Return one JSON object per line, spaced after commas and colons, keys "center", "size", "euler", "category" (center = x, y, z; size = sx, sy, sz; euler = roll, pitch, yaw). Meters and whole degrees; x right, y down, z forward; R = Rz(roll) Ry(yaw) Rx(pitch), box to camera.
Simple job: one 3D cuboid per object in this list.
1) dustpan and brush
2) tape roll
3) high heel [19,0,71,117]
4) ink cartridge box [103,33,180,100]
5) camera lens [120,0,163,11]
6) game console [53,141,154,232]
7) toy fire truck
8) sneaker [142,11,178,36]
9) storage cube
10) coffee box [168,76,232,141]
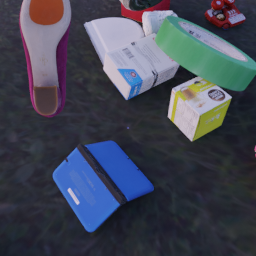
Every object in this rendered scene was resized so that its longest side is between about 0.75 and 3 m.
{"center": [0.231, -3.025, 9.447], "size": [2.914, 0.834, 2.034], "euler": [-21, 66, -9], "category": "dustpan and brush"}
{"center": [2.179, -2.130, 7.797], "size": [2.899, 0.697, 2.899], "euler": [20, 32, -13], "category": "tape roll"}
{"center": [-1.113, -1.071, 3.808], "size": [0.622, 0.888, 1.846], "euler": [5, 94, -14], "category": "high heel"}
{"center": [0.394, -1.819, 8.189], "size": [1.802, 0.760, 1.315], "euler": [-28, 70, -22], "category": "ink cartridge box"}
{"center": [0.153, -4.425, 7.056], "size": [1.947, 1.947, 2.434], "euler": [-33, 86, -24], "category": "camera lens"}
{"center": [-0.570, 1.204, 6.261], "size": [1.457, 1.010, 1.707], "euler": [-46, 59, 5], "category": "game console"}
{"center": [3.590, -4.195, 10.398], "size": [1.319, 0.739, 1.107], "euler": [-25, 73, -18], "category": "toy fire truck"}
{"center": [1.144, -3.610, 9.409], "size": [1.005, 0.788, 2.022], "euler": [2, 32, 26], "category": "sneaker"}
{"center": [0.702, -4.966, 10.481], "size": [1.626, 1.461, 1.390], "euler": [28, 56, 20], "category": "storage cube"}
{"center": [1.770, -0.508, 7.083], "size": [1.045, 1.047, 1.035], "euler": [-27, 55, -20], "category": "coffee box"}
